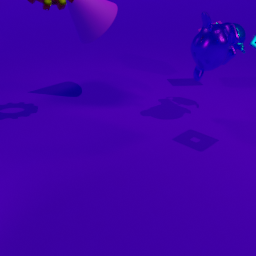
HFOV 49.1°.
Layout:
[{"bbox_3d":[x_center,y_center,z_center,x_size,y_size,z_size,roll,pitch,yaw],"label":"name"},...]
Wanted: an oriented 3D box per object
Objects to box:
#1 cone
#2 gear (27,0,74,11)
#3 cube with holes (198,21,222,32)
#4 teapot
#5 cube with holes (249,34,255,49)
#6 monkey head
[{"bbox_3d":[-1.459,-3.759,8.535,1.636,1.642,1.636,-23,49,29],"label":"cone"},{"bbox_3d":[-1.863,-3.536,6.546,1.470,1.470,0.272,-15,4,-24],"label":"gear"},{"bbox_3d":[3.127,-3.198,10.154,0.819,0.819,0.819,-19,41,11],"label":"cube with holes"},{"bbox_3d":[3.000,-2.613,8.132,1.273,0.791,0.623,52,34,14],"label":"teapot"},{"bbox_3d":[3.129,-1.847,5.650,0.768,0.768,0.768,-20,55,-43],"label":"cube with holes"},{"bbox_3d":[2.209,-2.321,7.683,1.201,1.992,1.433,-15,45,-12],"label":"monkey head"}]
